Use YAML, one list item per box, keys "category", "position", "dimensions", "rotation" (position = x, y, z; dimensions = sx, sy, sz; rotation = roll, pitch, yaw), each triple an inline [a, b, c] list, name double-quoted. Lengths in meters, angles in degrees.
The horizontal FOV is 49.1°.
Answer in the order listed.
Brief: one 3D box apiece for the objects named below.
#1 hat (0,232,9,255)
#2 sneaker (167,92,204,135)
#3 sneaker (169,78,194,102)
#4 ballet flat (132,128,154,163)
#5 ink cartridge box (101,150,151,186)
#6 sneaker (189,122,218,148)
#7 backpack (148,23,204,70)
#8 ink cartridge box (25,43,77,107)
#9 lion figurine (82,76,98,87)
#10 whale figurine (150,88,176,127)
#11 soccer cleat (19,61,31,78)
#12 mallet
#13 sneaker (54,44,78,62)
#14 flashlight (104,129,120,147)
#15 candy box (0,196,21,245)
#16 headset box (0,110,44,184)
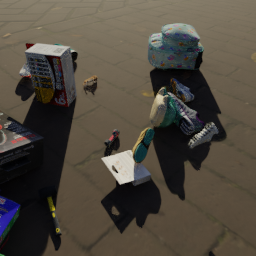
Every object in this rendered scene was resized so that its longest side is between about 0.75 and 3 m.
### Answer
- category: "hat"
  position: [-3.086, 3.229, 6.505]
  dimensions: [1.087, 0.900, 0.957]
  rotation: [-30, 5, -22]
- category: "sneaker"
  position: [2.185, -0.593, 11.056]
  dimensions: [0.976, 0.829, 2.229]
  rotation: [-6, 48, -24]
- category: "sneaker"
  position: [2.385, -1.664, 12.559]
  dimensions: [0.698, 0.596, 1.584]
  rotation: [-3, 44, -20]
- category: "ballet flat"
  position: [0.439, 0.607, 9.190]
  dimensions: [0.466, 0.507, 1.478]
  rotation: [-20, 29, 46]
- category: "ink cartridge box"
  position: [-0.083, 1.290, 8.787]
  dimensions: [1.120, 0.284, 1.271]
  rotation: [-13, 40, -29]
- category: "sneaker"
  position: [2.258, 0.299, 8.382]
  dimensions: [1.004, 0.407, 0.377]
  rotation: [-43, 14, 14]
- category: "backpack"
  position: [2.359, -4.178, 14.539]
  dimensions: [2.702, 2.072, 2.376]
  rotation: [-6, 44, 0]
- category: "ink cartridge box"
  position: [-3.380, -2.221, 11.735]
  dimensions: [2.051, 2.336, 0.980]
  rotation: [9, 40, 13]
- category: "lion figurine"
  position: [-1.842, -2.277, 13.465]
  dimensions: [0.879, 0.319, 0.538]
  rotation: [-18, 34, -16]
- category: "whale figurine"
  position: [1.399, -0.766, 10.835]
  dimensions: [0.860, 1.319, 1.658]
  rotation: [17, 50, -10]
- category: "soccer cleat"
  position: [-4.811, -3.389, 14.279]
  dimensions: [0.842, 1.045, 2.453]
  rotation: [10, 39, 12]
- category: "mallet"
  position: [-2.158, 2.267, 7.693]
  dimensions: [0.528, 0.330, 1.602]
  rotation: [-10, 43, -13]
- category: "sneaker"
  position: [-3.899, -3.913, 15.039]
  dimensions: [1.291, 0.894, 2.138]
  rotation: [31, 40, 27]
- category: "flashlight"
  position: [-0.587, 0.347, 10.129]
  dimensions: [0.268, 0.269, 0.791]
  rotation: [23, 42, 19]
- category: "candy box"
  position: [-3.650, 2.382, 6.911]
  dimensions: [1.312, 0.598, 1.552]
  rotation: [25, 40, -4]
- category: "headset box"
  position: [-4.241, 0.603, 8.768]
  dimensions: [2.946, 1.105, 2.189]
  rotation: [27, 31, 30]
